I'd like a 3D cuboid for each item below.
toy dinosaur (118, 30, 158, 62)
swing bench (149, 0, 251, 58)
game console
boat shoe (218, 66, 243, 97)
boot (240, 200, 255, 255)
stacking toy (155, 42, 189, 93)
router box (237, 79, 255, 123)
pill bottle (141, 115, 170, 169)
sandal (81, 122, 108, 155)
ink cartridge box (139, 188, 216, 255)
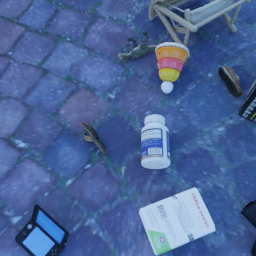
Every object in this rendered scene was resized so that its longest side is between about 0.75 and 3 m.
[{"bbox_3d":[0.553,-3.408,11.596,2.319,0.550,1.022,-19,81,-9],"label":"toy dinosaur"},{"bbox_3d":[2.799,-4.921,11.564,2.832,1.847,2.847,-31,70,-12],"label":"swing bench"},{"bbox_3d":[-2.599,3.248,8.375,1.420,0.826,1.249,36,70,15],"label":"game console"},{"bbox_3d":[4.080,-1.871,10.887,0.527,0.540,1.428,-18,67,-12],"label":"boat shoe"},{"bbox_3d":[4.003,3.031,8.610,1.576,0.583,1.292,-31,71,-21],"label":"boot"},{"bbox_3d":[1.608,-2.236,10.818,1.331,1.331,1.822,8,80,4],"label":"stacking toy"},{"bbox_3d":[5.183,-1.864,9.958,0.909,2.193,2.927,30,69,14],"label":"router box"},{"bbox_3d":[0.926,0.460,9.580,0.957,0.957,1.724,1,65,0],"label":"pill bottle"},{"bbox_3d":[-1.256,0.395,9.908,0.410,0.614,1.503,-38,77,7],"label":"sandal"},{"bbox_3d":[1.461,2.840,8.573,1.888,0.793,1.374,-19,67,-8],"label":"ink cartridge box"}]
